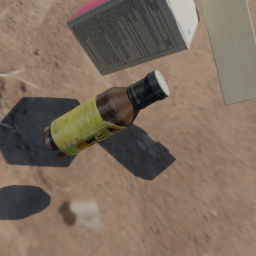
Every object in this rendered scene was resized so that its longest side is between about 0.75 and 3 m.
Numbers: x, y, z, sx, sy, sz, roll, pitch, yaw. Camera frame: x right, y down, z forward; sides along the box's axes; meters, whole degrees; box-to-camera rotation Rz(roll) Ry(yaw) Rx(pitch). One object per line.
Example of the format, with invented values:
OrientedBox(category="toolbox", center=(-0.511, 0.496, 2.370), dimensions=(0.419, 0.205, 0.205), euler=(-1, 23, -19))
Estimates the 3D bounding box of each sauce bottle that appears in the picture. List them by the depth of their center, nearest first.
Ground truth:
OrientedBox(category="sauce bottle", center=(-0.497, -0.265, 5.877), dimensions=(2.834, 0.917, 0.917), euler=(-27, 63, 24))

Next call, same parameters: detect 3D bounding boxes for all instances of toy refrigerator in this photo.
OrientedBox(category="toy refrigerator", center=(2.534, -1.896, 6.708), dimensions=(0.961, 0.886, 2.532), euler=(-14, 93, 22))

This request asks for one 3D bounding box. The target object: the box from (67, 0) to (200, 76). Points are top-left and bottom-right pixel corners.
OrientedBox(category="box", center=(0.142, -2.544, 6.667), dimensions=(2.567, 1.641, 1.399), euler=(-9, 40, 36))
